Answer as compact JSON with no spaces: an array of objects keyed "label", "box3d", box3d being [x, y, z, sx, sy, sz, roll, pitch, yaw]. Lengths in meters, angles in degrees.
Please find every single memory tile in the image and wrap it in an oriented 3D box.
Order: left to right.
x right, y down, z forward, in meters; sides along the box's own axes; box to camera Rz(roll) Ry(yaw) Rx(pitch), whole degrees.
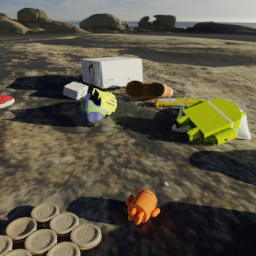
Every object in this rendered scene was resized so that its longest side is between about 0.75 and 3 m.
[{"label":"memory tile","box3d":[-1.586,2.016,4.480,1.606,0.176,2.095,14,28,30]}]

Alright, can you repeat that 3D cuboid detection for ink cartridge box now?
[{"label":"ink cartridge box","box3d":[-2.355,-1.707,12.655,0.746,0.422,1.017,22,28,10]},{"label":"ink cartridge box","box3d":[-0.876,-2.891,14.207,2.159,1.252,2.982,-11,19,-24]}]

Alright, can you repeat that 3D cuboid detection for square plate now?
[{"label":"square plate","box3d":[2.934,-0.346,9.794,2.437,0.347,2.414,7,24,16]}]

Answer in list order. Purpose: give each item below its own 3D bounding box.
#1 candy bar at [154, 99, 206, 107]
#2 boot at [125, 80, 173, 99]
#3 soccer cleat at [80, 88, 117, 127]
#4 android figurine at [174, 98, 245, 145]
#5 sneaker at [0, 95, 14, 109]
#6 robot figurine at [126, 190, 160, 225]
[{"label":"candy bar","box3d":[2.226,-1.054,11.532,2.398,0.266,0.598,-1,19,-1]},{"label":"boot","box3d":[0.932,-1.664,12.549,2.142,0.804,1.148,11,8,33]},{"label":"soccer cleat","box3d":[-0.998,-0.984,10.258,0.874,1.130,2.702,5,24,12]},{"label":"android figurine","box3d":[2.608,-0.283,8.782,2.140,0.439,1.948,-21,42,-12]},{"label":"sneaker","box3d":[-5.791,-1.419,11.060,2.309,1.298,0.822,-4,24,-10]},{"label":"robot figurine","box3d":[0.284,1.497,5.359,0.553,0.448,0.768,-13,16,32]}]
